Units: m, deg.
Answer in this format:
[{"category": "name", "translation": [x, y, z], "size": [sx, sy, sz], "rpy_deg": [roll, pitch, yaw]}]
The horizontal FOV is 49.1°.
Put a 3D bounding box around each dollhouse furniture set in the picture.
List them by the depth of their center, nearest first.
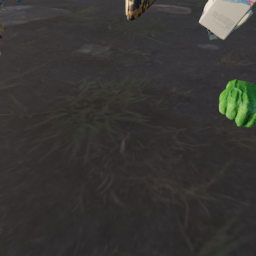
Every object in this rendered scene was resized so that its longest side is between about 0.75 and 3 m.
[{"category": "dollhouse furniture set", "translation": [-3.636, -3.419, 7.081], "size": [2.038, 2.026, 2.892], "rpy_deg": [-41, 37, 17]}]

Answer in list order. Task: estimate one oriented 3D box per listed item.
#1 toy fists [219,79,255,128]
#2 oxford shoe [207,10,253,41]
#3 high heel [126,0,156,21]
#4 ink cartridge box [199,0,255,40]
[{"category": "toy fists", "translation": [2.706, -0.292, 5.608], "size": [1.812, 0.623, 0.924], "rpy_deg": [23, 44, 6]}, {"category": "oxford shoe", "translation": [2.812, -2.951, 7.942], "size": [0.567, 0.435, 1.507], "rpy_deg": [-48, 17, -23]}, {"category": "high heel", "translation": [0.741, -2.404, 4.634], "size": [1.306, 0.654, 1.832], "rpy_deg": [14, 66, 14]}, {"category": "ink cartridge box", "translation": [2.324, -2.896, 5.790], "size": [0.712, 1.720, 1.254], "rpy_deg": [32, 44, -5]}]
